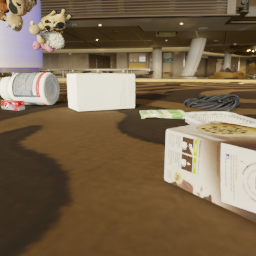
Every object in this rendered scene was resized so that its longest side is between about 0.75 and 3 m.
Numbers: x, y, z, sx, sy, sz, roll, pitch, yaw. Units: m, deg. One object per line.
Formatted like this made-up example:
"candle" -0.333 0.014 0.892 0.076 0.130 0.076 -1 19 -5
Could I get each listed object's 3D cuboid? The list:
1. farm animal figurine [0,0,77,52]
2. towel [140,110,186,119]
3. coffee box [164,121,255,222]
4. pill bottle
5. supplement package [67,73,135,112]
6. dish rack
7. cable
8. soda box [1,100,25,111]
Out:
"farm animal figurine" -3.052 -3.390 8.881 2.017 2.498 1.256 -22 37 38
"towel" 1.349 -0.533 10.773 1.734 0.203 1.323 -1 12 0
"coffee box" 1.721 0.541 3.810 1.266 0.894 2.240 -8 14 -35
"pill bottle" -5.067 -2.017 14.334 2.708 1.620 1.620 3 12 16
"supplement package" -1.234 -1.687 12.803 2.747 1.611 1.606 -6 13 -26
"dish rack" 2.677 -0.130 8.220 1.712 0.434 1.994 -2 12 -12
"cable" 3.857 -1.234 12.990 2.105 0.655 2.580 -6 14 -25
"soda box" -5.167 -1.029 12.584 1.177 0.412 0.373 6 13 29
